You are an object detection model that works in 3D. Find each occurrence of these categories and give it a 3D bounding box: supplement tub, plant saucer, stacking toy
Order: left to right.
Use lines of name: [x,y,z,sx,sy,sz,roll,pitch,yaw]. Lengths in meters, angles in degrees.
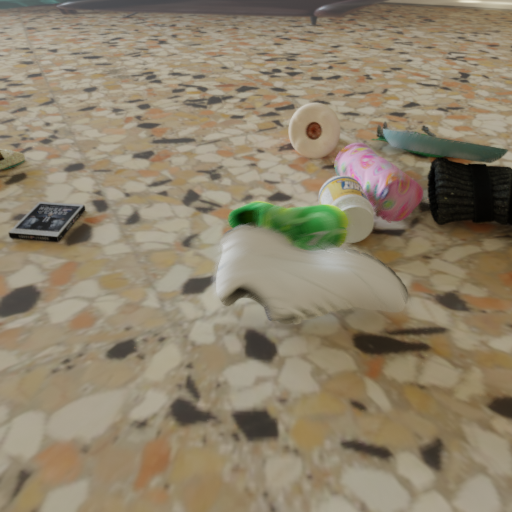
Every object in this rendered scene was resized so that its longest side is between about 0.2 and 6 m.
stacking toy: [1.769,-3.238,14.487,1.347,1.347,1.844,16,19,24]
supplement tub: [1.736,-0.901,10.778,0.913,0.913,1.261,-2,33,-4]
plant saucer: [3.934,-2.305,11.833,2.569,0.352,2.569,9,15,-2]

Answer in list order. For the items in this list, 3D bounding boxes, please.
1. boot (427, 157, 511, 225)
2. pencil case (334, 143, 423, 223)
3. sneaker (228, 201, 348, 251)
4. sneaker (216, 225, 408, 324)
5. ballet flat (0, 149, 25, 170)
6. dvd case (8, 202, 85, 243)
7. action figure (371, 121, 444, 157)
boot: [4.609,-0.887,10.479,2.375,1.195,3.177,4,27,0]
pencil case: [2.445,-1.542,11.533,1.008,1.008,2.306,-9,32,-14]
sneaker: [0.497,-0.474,9.654,2.353,0.871,0.983,7,14,39]
sneaker: [0.783,0.509,8.540,2.964,1.104,1.291,11,65,9]
ballet flat: [-6.204,-2.266,13.292,0.561,0.519,1.665,17,36,25]
dvd case: [-4.130,-0.693,11.153,0.996,0.164,1.326,4,33,6]
action figure: [4.215,-2.953,14.367,2.217,0.606,1.310,21,35,23]
